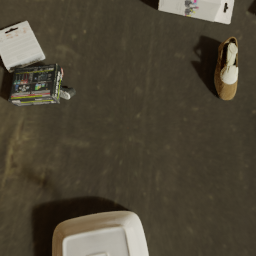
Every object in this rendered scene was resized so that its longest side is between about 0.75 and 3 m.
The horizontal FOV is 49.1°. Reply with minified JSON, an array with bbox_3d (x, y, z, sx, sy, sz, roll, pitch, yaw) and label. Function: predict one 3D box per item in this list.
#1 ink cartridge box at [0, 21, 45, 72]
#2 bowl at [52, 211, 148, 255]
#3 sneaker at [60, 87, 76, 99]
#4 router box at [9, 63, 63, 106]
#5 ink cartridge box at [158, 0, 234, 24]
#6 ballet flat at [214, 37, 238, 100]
[{"bbox_3d":[-3.742,-2.801,9.582,1.286,0.380,1.607,-25,67,-9],"label":"ink cartridge box"},{"bbox_3d":[-0.683,3.381,6.944,2.483,0.927,2.480,-8,70,-4],"label":"bowl"},{"bbox_3d":[-2.029,-1.191,9.014,0.850,0.301,0.422,27,40,30],"label":"sneaker"},{"bbox_3d":[-2.853,-1.328,8.765,1.547,0.480,1.159,-3,69,13],"label":"router box"},{"bbox_3d":[2.560,-4.824,10.023,2.657,0.901,1.530,14,70,5],"label":"ink cartridge box"},{"bbox_3d":[3.255,-2.008,9.019,0.745,0.795,2.198,11,70,2],"label":"ballet flat"}]
